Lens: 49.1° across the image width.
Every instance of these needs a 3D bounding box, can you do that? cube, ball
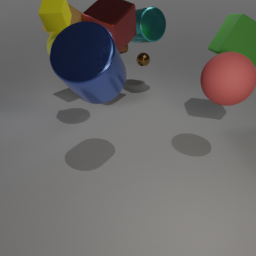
[{"bbox_3d":[-0.640,-3.918,10.612,1.400,1.400,1.400,29,65,20],"label":"cube"},{"bbox_3d":[2.640,-1.291,7.412,1.400,1.400,1.400,0,29,0],"label":"ball"},{"bbox_3d":[-2.285,-4.027,11.314,1.400,1.400,1.400,40,11,21],"label":"cube"},{"bbox_3d":[-1.920,-2.621,9.138,1.400,1.400,1.400,0,29,0],"label":"ball"},{"bbox_3d":[3.915,-3.003,9.813,1.400,1.400,1.400,27,20,-10],"label":"cube"},{"bbox_3d":[-2.138,-3.362,8.292,0.700,0.700,0.700,-2,61,6],"label":"cube"},{"bbox_3d":[0.786,-3.520,14.394,0.700,0.700,0.700,0,29,0],"label":"ball"}]

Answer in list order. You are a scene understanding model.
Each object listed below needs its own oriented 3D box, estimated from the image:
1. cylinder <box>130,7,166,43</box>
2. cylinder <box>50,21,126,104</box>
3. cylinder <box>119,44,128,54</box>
[{"bbox_3d":[0.696,-4.461,12.223,1.400,1.400,1.400,-18,22,-30],"label":"cylinder"},{"bbox_3d":[-0.836,-1.410,6.344,1.400,1.400,1.400,6,-12,11],"label":"cylinder"},{"bbox_3d":[-0.448,-4.038,13.965,0.700,0.700,0.700,-20,34,-19],"label":"cylinder"}]
